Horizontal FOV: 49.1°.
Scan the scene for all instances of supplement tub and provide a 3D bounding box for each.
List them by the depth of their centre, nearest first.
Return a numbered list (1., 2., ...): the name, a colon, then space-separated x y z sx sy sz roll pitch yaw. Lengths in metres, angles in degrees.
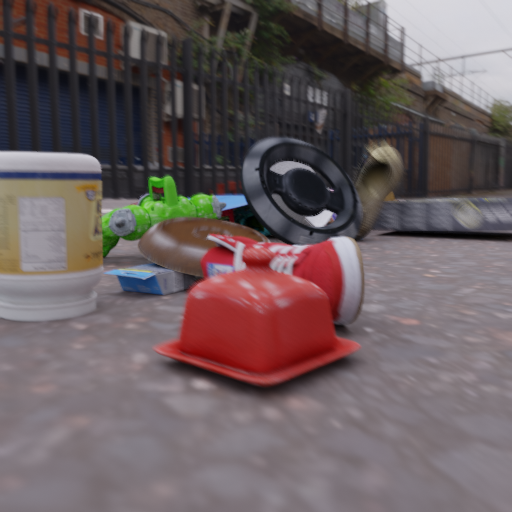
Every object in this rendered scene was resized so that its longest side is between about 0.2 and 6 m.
1. supplement tub: -1.971 -0.202 5.218 1.054 1.460 1.054 1 8 0

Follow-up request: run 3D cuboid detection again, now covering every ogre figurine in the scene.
1. ogre figurine: -1.654 -0.554 8.980 2.631 1.291 1.578 9 -11 -33

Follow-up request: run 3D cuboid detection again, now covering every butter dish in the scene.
1. butter dish: 0.010 0.335 3.693 1.057 0.781 1.054 7 11 42

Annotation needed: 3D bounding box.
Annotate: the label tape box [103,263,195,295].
1. label tape box: -1.181 0.271 6.264 0.610 0.281 0.851 3 10 31

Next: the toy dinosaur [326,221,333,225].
1. toy dinosaur: 1.949 -0.647 13.065 1.091 0.468 0.739 -17 39 -26

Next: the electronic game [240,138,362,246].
1. electronic game: 0.857 -1.141 10.180 2.467 2.467 0.513 -4 -27 -31

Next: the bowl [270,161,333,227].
1. bowl: 0.775 -1.370 12.335 0.730 1.955 1.952 -40 7 34

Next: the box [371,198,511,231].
1. box: 4.766 -0.997 13.465 3.289 0.808 2.651 1 3 31

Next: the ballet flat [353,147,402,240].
1. ballet flat: 2.502 -1.538 12.307 0.932 0.641 2.765 7 54 35

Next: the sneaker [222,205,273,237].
1. sneaker: -0.157 -0.895 13.290 0.965 0.939 2.424 -16 16 -37

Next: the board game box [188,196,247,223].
1. board game box: -1.398 -0.886 13.125 3.308 0.644 2.613 4 17 42

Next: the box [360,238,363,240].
1. box: 2.033 -0.538 12.498 0.613 0.321 0.563 0 8 -3

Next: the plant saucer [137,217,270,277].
1. plant saucer: -0.545 -0.155 6.863 1.764 0.283 1.764 9 19 -3

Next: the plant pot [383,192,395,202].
1. plant pot: 3.605 -1.306 15.910 0.943 1.012 0.943 -1 6 0

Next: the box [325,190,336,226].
1. box: 2.270 -1.230 14.935 1.012 1.097 2.139 0 8 3

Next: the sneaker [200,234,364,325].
1. sneaker: 0.132 0.180 5.020 1.191 0.755 2.118 3 -1 -10
